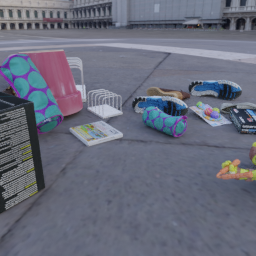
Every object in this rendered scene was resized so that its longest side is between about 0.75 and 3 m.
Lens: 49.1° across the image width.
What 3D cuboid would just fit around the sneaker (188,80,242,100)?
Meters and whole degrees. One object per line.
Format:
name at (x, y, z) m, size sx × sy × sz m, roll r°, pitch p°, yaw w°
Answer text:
sneaker at (4.343, -1.982, 13.780) m, size 2.494 × 0.935 × 1.081 m, roll 14°, pitch 21°, yaw 30°

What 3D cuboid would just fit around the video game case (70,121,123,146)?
video game case at (-1.092, 0.154, 9.447) m, size 1.291 × 0.162 × 1.419 m, roll -14°, pitch 27°, yaw -31°

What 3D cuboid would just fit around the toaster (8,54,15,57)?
toaster at (-5.411, -3.205, 15.692) m, size 2.822 × 1.675 × 2.552 m, roll -7°, pitch 22°, yaw -16°

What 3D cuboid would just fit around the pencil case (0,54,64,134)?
pencil case at (-3.219, -1.124, 9.293) m, size 1.191 × 2.578 × 1.097 m, roll -27°, pitch -8°, yaw -29°

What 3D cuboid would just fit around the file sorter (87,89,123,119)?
file sorter at (-0.971, -1.037, 11.482) m, size 0.933 × 0.837 × 1.344 m, roll -14°, pitch 25°, yaw -32°

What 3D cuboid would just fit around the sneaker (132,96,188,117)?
sneaker at (1.384, -0.971, 11.381) m, size 2.299 × 0.862 × 0.996 m, roll 13°, pitch 20°, yaw 28°

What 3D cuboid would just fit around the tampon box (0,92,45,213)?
tampon box at (-2.915, 0.453, 6.062) m, size 1.598 × 2.132 × 1.346 m, roll 16°, pitch 27°, yaw 34°

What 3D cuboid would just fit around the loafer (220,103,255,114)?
loafer at (4.461, -0.749, 11.285) m, size 1.434 × 0.502 × 0.501 m, roll 1°, pitch 26°, yaw 24°

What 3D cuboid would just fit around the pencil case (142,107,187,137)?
pencil case at (1.221, -0.253, 9.612) m, size 0.712 × 0.773 × 1.672 m, roll 31°, pitch -3°, yaw -43°

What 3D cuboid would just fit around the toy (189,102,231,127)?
toy at (3.191, -0.625, 10.831) m, size 0.902 × 0.370 × 1.567 m, roll -10°, pitch 31°, yaw -21°

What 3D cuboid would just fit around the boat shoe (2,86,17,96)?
boat shoe at (-5.062, -1.700, 12.680) m, size 0.767 × 0.767 × 2.180 m, roll 36°, pitch 47°, yaw 13°

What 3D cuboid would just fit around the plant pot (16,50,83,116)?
plant pot at (-3.246, -1.818, 11.085) m, size 2.669 × 2.389 × 2.669 m, roll -4°, pitch 17°, yaw 1°

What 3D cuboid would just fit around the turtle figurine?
turtle figurine at (3.581, 1.025, 6.226) m, size 2.989 × 0.963 × 2.411 m, roll -2°, pitch 12°, yaw 21°

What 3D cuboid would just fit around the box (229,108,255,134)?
box at (4.561, -0.260, 10.120) m, size 1.380 × 0.399 × 1.736 m, roll 3°, pitch 22°, yaw 7°

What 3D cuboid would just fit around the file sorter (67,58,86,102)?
file sorter at (-3.071, -2.392, 13.708) m, size 1.871 × 1.679 × 2.697 m, roll -4°, pitch 23°, yaw -8°

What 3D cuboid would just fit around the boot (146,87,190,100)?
boot at (1.925, -1.586, 13.389) m, size 1.750 × 0.633 × 1.456 m, roll 17°, pitch 17°, yaw 36°
